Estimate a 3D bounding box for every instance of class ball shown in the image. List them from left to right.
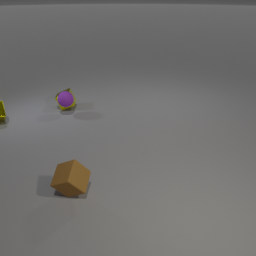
[{"bbox_3d":[-2.765,-1.275,12.413,0.700,0.700,0.700,0,27,0],"label":"ball"}]

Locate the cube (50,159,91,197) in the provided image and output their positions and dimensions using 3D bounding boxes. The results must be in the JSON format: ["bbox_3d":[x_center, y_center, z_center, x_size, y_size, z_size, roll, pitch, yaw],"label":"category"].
[{"bbox_3d":[-1.559,1.385,7.685,0.700,0.700,0.700,-18,43,31],"label":"cube"}]

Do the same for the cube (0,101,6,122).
[{"bbox_3d":[-5.597,-0.667,11.802,0.700,0.700,0.700,-12,-10,-29],"label":"cube"}]

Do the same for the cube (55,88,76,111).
[{"bbox_3d":[-2.946,-1.368,13.308,0.700,0.700,0.700,-22,27,7],"label":"cube"}]
